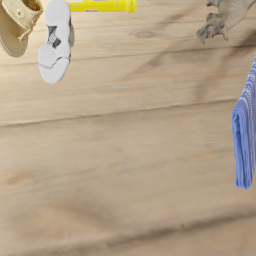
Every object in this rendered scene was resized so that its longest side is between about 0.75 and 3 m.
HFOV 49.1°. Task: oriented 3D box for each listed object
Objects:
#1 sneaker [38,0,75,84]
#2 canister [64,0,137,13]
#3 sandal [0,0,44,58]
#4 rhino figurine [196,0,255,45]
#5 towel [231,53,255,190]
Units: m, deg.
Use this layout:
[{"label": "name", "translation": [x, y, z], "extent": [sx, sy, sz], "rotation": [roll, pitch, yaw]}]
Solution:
[{"label": "sneaker", "translation": [-0.838, -0.988, 3.423], "extent": [0.365, 0.972, 0.559], "rotation": [5, -3, -4]}, {"label": "canister", "translation": [-0.538, -2.878, 5.684], "extent": [1.422, 0.615, 1.056], "rotation": [0, 79, 1]}, {"label": "sandal", "translation": [-2.003, -2.411, 5.363], "extent": [0.762, 2.318, 0.850], "rotation": [21, 29, 22]}, {"label": "rhino figurine", "translation": [3.030, -3.592, 8.523], "extent": [1.309, 0.895, 2.995], "rotation": [22, 68, 39]}, {"label": "towel", "translation": [2.040, -0.213, 4.679], "extent": [0.253, 1.535, 2.121], "rotation": [3, 37, 31]}]
